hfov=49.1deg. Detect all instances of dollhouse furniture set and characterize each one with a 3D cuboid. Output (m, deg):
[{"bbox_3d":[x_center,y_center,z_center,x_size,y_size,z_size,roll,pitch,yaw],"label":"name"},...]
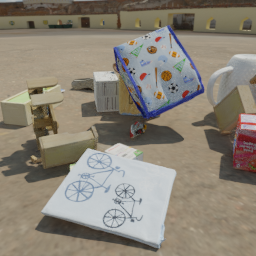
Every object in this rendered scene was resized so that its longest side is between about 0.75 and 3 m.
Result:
[{"bbox_3d":[-2.058,-0.132,8.674,1.580,2.084,2.378,-11,52,-21],"label":"dollhouse furniture set"},{"bbox_3d":[4.696,-0.665,9.953,2.602,2.390,1.693,-4,-21,-14],"label":"dollhouse furniture set"}]

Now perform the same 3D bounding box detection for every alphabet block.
[{"bbox_3d":[0.620,-1.708,12.390,1.844,1.878,1.834,3,24,7],"label":"alphabet block"}]

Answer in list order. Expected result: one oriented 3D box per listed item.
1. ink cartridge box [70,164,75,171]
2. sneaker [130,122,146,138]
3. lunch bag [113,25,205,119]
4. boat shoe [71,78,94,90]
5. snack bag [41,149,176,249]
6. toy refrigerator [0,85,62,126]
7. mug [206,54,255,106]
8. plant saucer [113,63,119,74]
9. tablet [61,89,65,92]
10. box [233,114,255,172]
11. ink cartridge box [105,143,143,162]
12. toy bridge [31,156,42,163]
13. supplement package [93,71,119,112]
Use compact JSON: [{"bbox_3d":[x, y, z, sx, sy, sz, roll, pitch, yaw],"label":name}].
[{"bbox_3d":[-0.939,1.367,7.261,1.046,0.345,1.437,-6,22,-13],"label":"ink cartridge box"},{"bbox_3d":[0.365,0.052,10.163,0.453,0.429,1.102,10,26,19],"label":"sneaker"},{"bbox_3d":[1.084,-1.886,10.199,2.380,1.734,2.800,-26,66,-6],"label":"lunch bag"},{"bbox_3d":[-2.110,-2.529,15.765,2.205,0.737,0.628,4,28,17],"label":"boat shoe"},{"bbox_3d":[-0.254,1.471,6.657,2.659,0.285,2.507,11,31,12],"label":"snack bag"},{"bbox_3d":[-4.066,-1.144,12.167,1.117,1.029,2.942,6,24,14],"label":"toy refrigerator"},{"bbox_3d":[4.510,-1.655,11.504,2.843,2.493,2.099,-7,24,-17],"label":"mug"},{"bbox_3d":[-0.379,-2.785,13.337,0.824,0.151,0.824,18,40,-16],"label":"plant saucer"},{"bbox_3d":[-4.425,-1.891,15.047,1.174,0.123,1.805,15,26,31],"label":"tablet"},{"bbox_3d":[4.474,0.527,7.940,2.719,1.298,1.355,8,25,17],"label":"box"},{"bbox_3d":[-0.128,0.862,8.310,0.951,0.400,0.689,17,29,35],"label":"ink cartridge box"},{"bbox_3d":[-2.363,0.806,8.739,0.420,0.170,1.249,23,32,37],"label":"toy bridge"},{"bbox_3d":[-1.026,-1.711,12.949,1.026,1.441,1.850,-4,24,-8],"label":"supplement package"}]
